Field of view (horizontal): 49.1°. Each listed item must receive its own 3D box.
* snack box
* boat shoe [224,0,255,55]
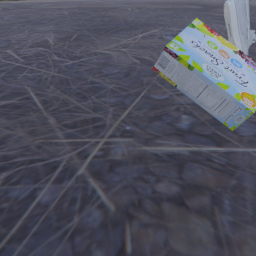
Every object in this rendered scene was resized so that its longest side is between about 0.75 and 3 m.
[{"bbox_3d":[1.478,-0.983,4.832,1.694,0.573,1.429,38,49,6],"label":"snack box"},{"bbox_3d":[3.002,-2.425,7.343,0.648,1.892,0.681,-15,11,7],"label":"boat shoe"}]
